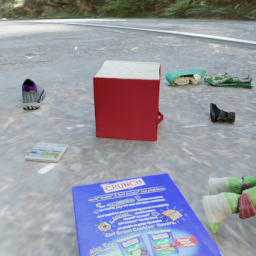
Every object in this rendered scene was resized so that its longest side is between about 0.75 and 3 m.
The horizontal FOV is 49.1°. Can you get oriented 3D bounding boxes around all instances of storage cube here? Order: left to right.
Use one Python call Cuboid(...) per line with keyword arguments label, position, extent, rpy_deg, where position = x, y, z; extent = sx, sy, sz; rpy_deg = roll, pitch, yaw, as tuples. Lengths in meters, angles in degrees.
Cuboid(label="storage cube", position=(0.061, -0.872, 8.374), extent=(2.058, 1.850, 1.759), rpy_deg=(3, 28, 6))

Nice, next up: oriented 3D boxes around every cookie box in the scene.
Cuboid(label="cookie box", position=(0.165, 1.699, 4.308), extent=(1.851, 0.813, 2.164), rpy_deg=(-6, 27, -12))

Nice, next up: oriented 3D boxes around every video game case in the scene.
Cuboid(label="video game case", position=(-2.112, 0.634, 7.327), extent=(0.872, 0.096, 0.794), rpy_deg=(4, 26, 7))

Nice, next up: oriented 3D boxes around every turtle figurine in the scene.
Cuboid(label="turtle figurine", position=(2.652, 1.351, 4.621), extent=(2.402, 2.478, 1.783), rpy_deg=(-18, 39, 26))

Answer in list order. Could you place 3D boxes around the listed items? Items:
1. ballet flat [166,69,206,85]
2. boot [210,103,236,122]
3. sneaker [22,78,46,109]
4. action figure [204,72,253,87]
Cuboid(label="ballet flat", position=(2.716, -2.225, 12.723), extent=(2.032, 0.684, 0.715), rpy_deg=(-7, 51, -14))
Cuboid(label="boot", position=(3.132, -0.509, 9.312), extent=(0.757, 0.381, 1.013), rpy_deg=(-2, 36, 11))
Cuboid(label="sneaker", position=(-3.635, -1.532, 10.754), extent=(0.832, 0.978, 2.236), rpy_deg=(-7, 27, -13))
Cuboid(label="action figure", position=(4.466, -2.183, 12.654), extent=(2.057, 0.562, 1.215), rpy_deg=(-2, 29, 5))
